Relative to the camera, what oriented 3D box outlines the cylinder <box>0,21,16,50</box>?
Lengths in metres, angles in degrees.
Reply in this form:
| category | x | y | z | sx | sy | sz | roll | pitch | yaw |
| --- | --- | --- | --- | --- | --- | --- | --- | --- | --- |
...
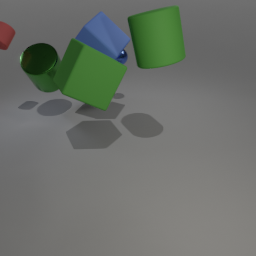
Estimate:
| category | x | y | z | sx | sy | sz | roll | pitch | yaw |
| --- | --- | --- | --- | --- | --- | --- | --- | --- | --- |
| cylinder | -4.392 | -3.205 | 9.740 | 0.700 | 0.700 | 0.700 | 12 | 72 | 21 |

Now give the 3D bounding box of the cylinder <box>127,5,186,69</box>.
| category | x | y | z | sx | sy | sz | roll | pitch | yaw |
| --- | --- | --- | --- | --- | --- | --- | --- | --- | --- |
| cylinder | 0.808 | -2.518 | 7.783 | 1.400 | 1.400 | 1.400 | -12 | 23 | 5 |

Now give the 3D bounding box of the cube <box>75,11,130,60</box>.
| category | x | y | z | sx | sy | sz | roll | pitch | yaw |
| --- | --- | --- | --- | --- | --- | --- | --- | --- | --- |
| cube | -1.026 | -2.830 | 9.688 | 1.400 | 1.400 | 1.400 | 41 | 43 | -14 |

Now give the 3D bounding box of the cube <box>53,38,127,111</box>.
| category | x | y | z | sx | sy | sz | roll | pitch | yaw |
| --- | --- | --- | --- | --- | --- | --- | --- | --- | --- |
| cube | -1.129 | -1.547 | 8.063 | 1.400 | 1.400 | 1.400 | 21 | 14 | -32 |

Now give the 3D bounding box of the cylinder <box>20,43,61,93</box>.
| category | x | y | z | sx | sy | sz | roll | pitch | yaw |
| --- | --- | --- | --- | --- | --- | --- | --- | --- | --- |
| cylinder | -3.211 | -2.291 | 10.809 | 1.400 | 1.400 | 1.400 | -1 | 70 | 3 |

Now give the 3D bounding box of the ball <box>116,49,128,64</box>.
| category | x | y | z | sx | sy | sz | roll | pitch | yaw |
| --- | --- | --- | --- | --- | --- | --- | --- | --- | --- |
| ball | -0.356 | -3.007 | 11.830 | 0.700 | 0.700 | 0.700 | 0 | 29 | 0 |
